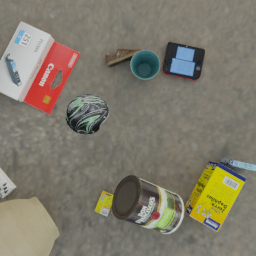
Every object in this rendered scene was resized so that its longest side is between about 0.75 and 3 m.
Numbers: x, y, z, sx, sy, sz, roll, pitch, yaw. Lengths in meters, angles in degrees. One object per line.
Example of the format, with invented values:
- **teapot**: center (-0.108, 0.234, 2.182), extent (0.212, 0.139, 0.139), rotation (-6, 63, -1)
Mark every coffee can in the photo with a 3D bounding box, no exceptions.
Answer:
- **coffee can**: center (0.712, 2.714, 9.870), extent (2.095, 1.533, 1.533), rotation (28, 86, -29)

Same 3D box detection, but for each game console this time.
- **game console**: center (2.238, -2.685, 11.272), extent (1.552, 0.241, 1.373), rotation (12, 87, 0)

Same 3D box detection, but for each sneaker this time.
- **sneaker**: center (-0.165, -2.949, 11.138), extent (1.541, 0.543, 0.582), rotation (-19, 84, -2)

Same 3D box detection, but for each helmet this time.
- **helmet**: center (-1.354, -0.519, 9.343), extent (1.342, 1.279, 1.342), rotation (16, 46, -17)

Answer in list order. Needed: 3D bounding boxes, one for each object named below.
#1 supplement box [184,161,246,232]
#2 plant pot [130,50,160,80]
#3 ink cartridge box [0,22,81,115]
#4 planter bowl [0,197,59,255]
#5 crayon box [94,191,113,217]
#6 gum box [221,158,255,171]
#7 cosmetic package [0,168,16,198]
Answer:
- **supplement box**: center (3.196, 2.477, 10.483), extent (1.194, 1.187, 2.181), rotation (29, 87, 2)
- **plant pot**: center (0.656, -2.384, 10.988), extent (1.128, 0.760, 1.128), rotation (0, 87, 0)
- **ink cartridge box**: center (-3.655, -2.342, 11.054), extent (2.527, 0.641, 2.868), rotation (25, 87, 2)
- **planter bowl**: center (-3.650, 3.666, 9.833), extent (1.921, 2.854, 2.854), rotation (-32, 87, -28)
- **crayon box**: center (-0.893, 2.935, 10.942), extent (0.551, 0.220, 0.868), rotation (23, 88, 1)
- **gum box**: center (4.206, 1.390, 10.701), extent (1.043, 0.886, 0.232), rotation (12, 86, 1)
- **cosmetic package**: center (-5.082, 1.987, 10.929), extent (0.593, 0.364, 1.437), rotation (-42, 87, -3)
